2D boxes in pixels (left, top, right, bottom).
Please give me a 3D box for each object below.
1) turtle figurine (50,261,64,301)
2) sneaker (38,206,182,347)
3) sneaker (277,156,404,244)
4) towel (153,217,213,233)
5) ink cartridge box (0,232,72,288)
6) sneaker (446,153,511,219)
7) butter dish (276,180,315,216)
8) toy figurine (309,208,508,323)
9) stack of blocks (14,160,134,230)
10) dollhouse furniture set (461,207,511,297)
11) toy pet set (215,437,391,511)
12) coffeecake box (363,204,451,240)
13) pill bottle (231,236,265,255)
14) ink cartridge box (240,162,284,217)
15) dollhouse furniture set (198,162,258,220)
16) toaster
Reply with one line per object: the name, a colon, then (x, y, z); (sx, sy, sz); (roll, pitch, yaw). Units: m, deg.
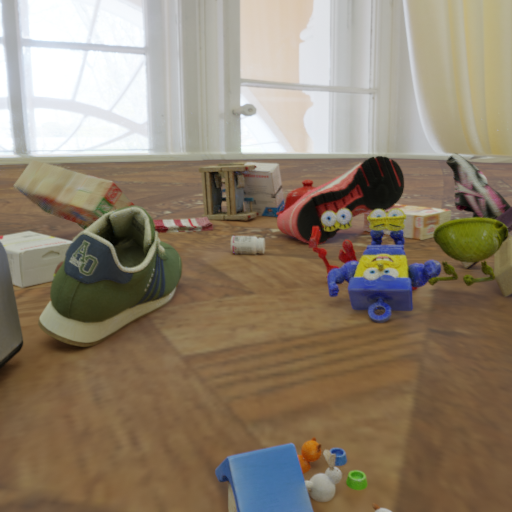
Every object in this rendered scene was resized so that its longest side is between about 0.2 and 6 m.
turtle figurine: (-2.165, 0.296, 7.216); (1.356, 0.437, 1.093); (-13, 18, -43)
sneaker: (-1.373, -0.003, 6.390); (0.893, 1.196, 2.663); (25, 19, 7)
sneaker: (1.640, -1.205, 11.189); (2.972, 1.095, 1.289); (-27, 16, -25)
towel: (-1.748, -0.680, 12.049); (1.543, 0.175, 1.111); (-3, 13, -12)
ink cartridge box: (-3.340, 0.032, 8.151); (1.264, 0.527, 0.918); (10, 16, 37)
sneaker: (4.669, -1.446, 12.368); (0.795, 0.854, 1.979); (24, 33, -37)
butter dish: (1.218, -1.350, 13.298); (1.230, 0.909, 1.226); (5, 13, 23)
toy figurine: (1.730, 0.350, 6.716); (2.388, 1.260, 1.431); (2, 41, 18)
stack of blocks: (-3.197, -0.966, 10.220); (2.126, 0.623, 1.224); (18, -21, 29)
dollhouse furniture set: (3.634, 0.323, 7.859); (1.136, 1.268, 1.600); (38, 40, -6)
toy pet set: (0.287, 1.205, 3.049); (0.963, 0.548, 1.032); (-4, 13, -19)
coffeecake box: (3.079, -0.718, 11.462); (1.058, 0.503, 1.378); (-12, 18, -42)
pill bottle: (-0.140, -0.176, 9.540); (0.551, 0.312, 0.312); (2, 13, 8)
ink cartridge box: (0.148, -1.597, 13.500); (0.891, 1.220, 0.514); (7, 35, 25)
dollhouse furniture set: (-0.400, -1.606, 13.546); (1.222, 1.229, 1.744); (2, 13, 23)
toaster: (-3.092, 0.599, 4.107); (1.910, 1.253, 2.112); (-1, 13, 2)
